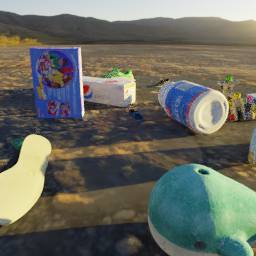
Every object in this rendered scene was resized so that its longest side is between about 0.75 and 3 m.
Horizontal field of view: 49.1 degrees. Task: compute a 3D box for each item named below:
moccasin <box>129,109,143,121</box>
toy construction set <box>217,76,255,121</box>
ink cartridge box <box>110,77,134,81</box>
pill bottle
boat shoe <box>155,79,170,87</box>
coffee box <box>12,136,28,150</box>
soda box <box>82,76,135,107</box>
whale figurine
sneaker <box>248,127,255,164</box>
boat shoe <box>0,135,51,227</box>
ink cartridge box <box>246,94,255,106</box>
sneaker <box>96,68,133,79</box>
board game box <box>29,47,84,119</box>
[{"bbox_3d":[0.255,-0.495,10.300,0.341,0.289,0.847,-14,25,-34],"label":"moccasin"},{"bbox_3d":[4.042,-1.111,10.280,1.905,1.464,1.589,6,22,14],"label":"toy construction set"},{"bbox_3d":[-0.620,-2.094,14.046,1.878,0.632,1.100,-19,30,-40],"label":"ink cartridge box"},{"bbox_3d":[2.066,-0.834,9.614,1.422,1.422,2.534,-8,21,-19],"label":"pill bottle"},{"bbox_3d":[1.916,-2.512,15.623,1.141,0.357,0.417,-20,29,-40],"label":"boat shoe"},{"bbox_3d":[-2.779,0.484,7.792,0.594,0.213,0.967,-15,25,-34],"label":"coffee box"},{"bbox_3d":[-1.188,-1.689,12.551,2.973,0.946,1.012,12,24,27],"label":"soda box"},{"bbox_3d":[1.521,1.226,4.350,2.393,1.242,1.904,2,21,2],"label":"whale figurine"},{"bbox_3d":[3.961,0.330,7.190,1.087,0.938,2.480,19,28,40],"label":"sneaker"},{"bbox_3d":[-2.170,1.071,5.628,0.846,0.724,2.311,30,29,-17],"label":"boat shoe"},{"bbox_3d":[6.011,-1.016,11.492,1.276,0.449,2.139,-4,18,-9],"label":"ink cartridge box"},{"bbox_3d":[-0.876,-2.804,15.451,2.388,0.998,0.885,-9,23,-20],"label":"sneaker"},{"bbox_3d":[-2.514,-1.613,10.130,1.681,2.500,0.560,-1,20,-3],"label":"board game box"}]
